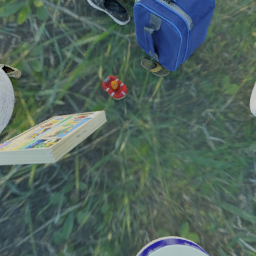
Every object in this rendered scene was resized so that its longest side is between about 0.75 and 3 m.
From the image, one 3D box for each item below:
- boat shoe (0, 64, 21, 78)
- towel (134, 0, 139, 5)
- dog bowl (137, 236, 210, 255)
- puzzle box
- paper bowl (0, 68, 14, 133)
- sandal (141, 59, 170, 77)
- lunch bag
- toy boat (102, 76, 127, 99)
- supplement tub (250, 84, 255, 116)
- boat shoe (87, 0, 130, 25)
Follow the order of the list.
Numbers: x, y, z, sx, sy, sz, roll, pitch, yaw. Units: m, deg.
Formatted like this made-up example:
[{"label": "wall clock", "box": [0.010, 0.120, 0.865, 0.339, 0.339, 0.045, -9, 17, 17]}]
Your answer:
[{"label": "boat shoe", "box": [-3.992, -1.867, 8.929, 1.076, 0.368, 0.402, 8, 79, 2]}, {"label": "towel", "box": [1.432, -4.533, 9.536, 2.080, 0.243, 1.586, 20, 79, 4]}, {"label": "dog bowl", "box": [1.269, 4.284, 7.364, 2.557, 1.007, 2.557, 0, 79, 0]}, {"label": "puzzle box", "box": [-1.853, 0.172, 6.935, 1.773, 2.665, 0.339, -6, 107, 22]}, {"label": "paper bowl", "box": [-4.853, -0.864, 8.028, 2.717, 1.413, 2.717, -1, 83, 8]}, {"label": "sandal", "box": [0.863, -1.957, 9.001, 0.983, 0.265, 0.395, 28, 80, 5]}, {"label": "lunch bag", "box": [1.201, -2.922, 7.991, 1.748, 2.574, 1.703, 39, 82, 16]}, {"label": "toy boat", "box": [-0.405, -1.294, 8.722, 0.840, 0.549, 0.548, 41, 81, 7]}, {"label": "supplement tub", "box": [5.066, -0.807, 7.968, 2.518, 1.826, 1.826, 19, 79, 3]}, {"label": "boat shoe", "box": [-0.693, -4.147, 9.267, 1.831, 0.607, 0.640, 43, 82, 8]}]
